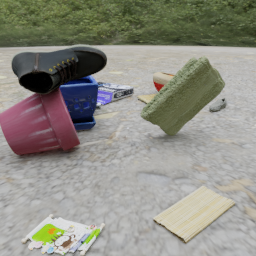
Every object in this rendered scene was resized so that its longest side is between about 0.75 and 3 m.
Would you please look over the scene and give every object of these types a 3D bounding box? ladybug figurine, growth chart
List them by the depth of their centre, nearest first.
[{"bbox_3d":[-1.115,1.854,4.841,1.222,0.108,0.884,6,22,17],"label":"growth chart"},{"bbox_3d":[2.103,-2.113,13.853,1.886,0.999,2.778,12,15,-3],"label":"ladybug figurine"}]

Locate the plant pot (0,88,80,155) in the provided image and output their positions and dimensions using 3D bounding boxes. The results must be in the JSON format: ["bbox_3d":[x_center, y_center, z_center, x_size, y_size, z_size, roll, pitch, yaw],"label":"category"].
[{"bbox_3d":[-2.493,-0.128,7.885,1.747,1.951,1.951,-21,25,-10],"label":"plant pot"}]

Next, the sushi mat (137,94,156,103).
[{"bbox_3d":[1.607,-1.143,12.723,1.382,0.175,2.888,-8,22,-23],"label":"sushi mat"}]

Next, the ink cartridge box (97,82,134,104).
[{"bbox_3d":[-1.335,-1.810,14.015,2.374,0.520,2.396,14,25,33],"label":"ink cartridge box"}]

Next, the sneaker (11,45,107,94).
[{"bbox_3d":[-1.606,-1.452,7.281,2.561,0.958,1.360,-12,38,-21],"label":"sneaker"}]

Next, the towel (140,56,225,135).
[{"bbox_3d":[1.699,-0.873,8.444,1.854,2.499,0.456,29,25,-44],"label":"towel"}]

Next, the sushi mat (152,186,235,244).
[{"bbox_3d":[1.327,1.613,5.484,1.689,0.102,0.808,-18,26,-39],"label":"sushi mat"}]

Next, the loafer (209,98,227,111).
[{"bbox_3d":[3.859,-1.019,12.028,0.434,0.433,1.240,17,26,38],"label":"loafer"}]

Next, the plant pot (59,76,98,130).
[{"bbox_3d":[-2.044,-0.885,9.897,1.867,1.679,1.867,-5,21,-14],"label":"plant pot"}]

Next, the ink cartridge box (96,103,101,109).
[{"bbox_3d":[-1.599,-1.053,12.411,0.788,0.276,0.969,-2,25,-4],"label":"ink cartridge box"}]
